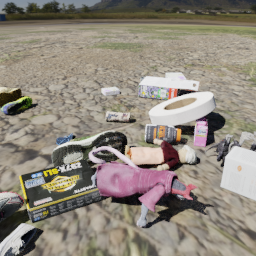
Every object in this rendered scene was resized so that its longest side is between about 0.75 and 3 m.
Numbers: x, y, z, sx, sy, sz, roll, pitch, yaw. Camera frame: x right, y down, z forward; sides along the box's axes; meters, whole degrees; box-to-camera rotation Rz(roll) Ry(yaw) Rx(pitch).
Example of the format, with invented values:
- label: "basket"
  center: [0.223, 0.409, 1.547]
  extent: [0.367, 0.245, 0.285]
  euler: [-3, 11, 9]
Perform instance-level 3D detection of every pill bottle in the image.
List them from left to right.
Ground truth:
- label: "pill bottle"
  center: [1.270, 0.224, 10.125]
  extent: [1.261, 0.670, 0.670]
  euler: [4, 26, 7]

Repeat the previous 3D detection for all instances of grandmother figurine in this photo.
- label: "grandmother figurine"
  center: [1.066, 0.874, 8.920]
  extent: [2.268, 0.687, 1.375]
  euler: [1, 51, -5]

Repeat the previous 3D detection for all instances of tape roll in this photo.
- label: "tape roll"
  center: [2.188, -0.793, 11.378]
  extent: [2.703, 0.494, 2.703]
  euler: [-18, 14, 5]

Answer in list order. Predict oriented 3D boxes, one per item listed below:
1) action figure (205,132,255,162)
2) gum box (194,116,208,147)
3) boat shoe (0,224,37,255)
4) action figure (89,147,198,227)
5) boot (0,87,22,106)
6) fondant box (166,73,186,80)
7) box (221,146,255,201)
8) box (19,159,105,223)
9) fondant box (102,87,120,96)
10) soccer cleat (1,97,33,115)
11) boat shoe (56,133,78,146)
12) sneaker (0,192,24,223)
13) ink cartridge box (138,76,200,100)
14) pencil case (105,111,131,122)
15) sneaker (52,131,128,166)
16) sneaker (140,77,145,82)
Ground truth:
- label: "action figure"
  center: [3.709, 0.681, 8.519]
  extent: [2.530, 1.291, 1.504]
  euler: [21, 22, 34]
- label: "gum box"
  center: [2.697, 0.076, 10.391]
  extent: [0.409, 0.702, 1.236]
  euler: [5, 27, 11]
- label: "boat shoe"
  center: [-2.350, 2.476, 5.909]
  extent: [0.373, 0.408, 1.134]
  euler: [3, 18, 15]
- label: "action figure"
  center: [0.495, 1.260, 6.935]
  extent: [2.484, 1.850, 1.664]
  euler: [-2, 17, 30]
- label: "boot"
  center: [-6.453, -1.624, 13.860]
  extent: [1.473, 0.690, 1.896]
  euler: [10, 27, 19]
- label: "fondant box"
  center: [2.871, -2.969, 16.915]
  extent: [1.016, 0.410, 1.408]
  euler: [-1, 27, -1]
- label: "box"
  center: [3.488, 1.303, 7.532]
  extent: [1.643, 1.022, 0.801]
  euler: [19, 32, 34]
- label: "box"
  center: [-1.807, 1.600, 7.579]
  extent: [1.931, 0.476, 1.542]
  euler: [-12, 27, -23]
- label: "fondant box"
  center: [-0.942, -1.985, 15.105]
  extent: [0.832, 0.242, 0.600]
  euler: [-12, 29, -20]
- label: "soccer cleat"
  center: [-5.134, -1.088, 12.971]
  extent: [0.693, 0.536, 1.657]
  euler: [7, 27, 25]
- label: "boat shoe"
  center: [-1.921, 0.426, 9.959]
  extent: [1.331, 0.457, 0.560]
  euler: [5, 27, 11]
- label: "sneaker"
  center: [-3.212, 2.178, 6.143]
  extent: [0.760, 0.821, 2.035]
  euler: [35, 49, 29]
- label: "ink cartridge box"
  center: [2.162, -2.035, 14.662]
  extent: [2.962, 0.746, 1.614]
  euler: [9, 27, 15]
- label: "pencil case"
  center: [-0.429, -0.470, 11.814]
  extent: [1.100, 0.428, 0.492]
  euler: [3, -4, 8]
- label: "sneaker"
  center: [-1.288, 0.585, 9.219]
  extent: [2.673, 1.028, 1.184]
  euler: [-10, 16, -27]
- label: "sneaker"
  center: [1.192, -2.702, 16.467]
  extent: [0.530, 0.453, 1.216]
  euler: [-10, 33, -42]
